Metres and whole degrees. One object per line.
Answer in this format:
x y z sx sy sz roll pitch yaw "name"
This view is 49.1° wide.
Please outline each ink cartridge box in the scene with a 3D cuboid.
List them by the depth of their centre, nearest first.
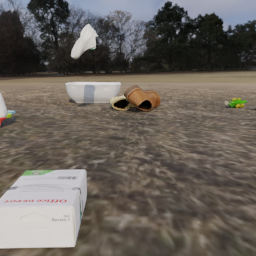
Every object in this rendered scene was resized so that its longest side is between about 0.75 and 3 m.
-0.793 0.737 2.742 0.691 0.399 0.945 0 11 -2 "ink cartridge box"

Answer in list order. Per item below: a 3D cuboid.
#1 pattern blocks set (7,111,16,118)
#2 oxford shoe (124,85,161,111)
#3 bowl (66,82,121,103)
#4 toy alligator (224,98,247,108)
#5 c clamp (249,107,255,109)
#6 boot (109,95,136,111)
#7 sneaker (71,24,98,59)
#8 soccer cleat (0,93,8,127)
-4.791 -0.452 9.565 1.614 0.149 1.836 1 11 2 "pattern blocks set"
0.750 -1.003 11.196 0.884 0.885 2.481 53 24 20 "oxford shoe"
-1.747 -1.875 14.645 2.731 1.021 2.735 0 10 0 "bowl"
4.541 -1.022 12.036 1.386 0.411 0.376 -7 -28 -28 "toy alligator"
5.623 -0.754 11.215 1.190 0.161 1.017 8 9 43 "c clamp"
0.083 -1.083 11.605 1.633 0.594 1.269 -4 11 -7 "boot"
-1.357 -2.742 9.223 0.623 1.409 0.530 38 -30 -32 "sneaker"
-4.446 -0.459 7.247 2.437 1.038 0.836 -5 12 -27 "soccer cleat"
